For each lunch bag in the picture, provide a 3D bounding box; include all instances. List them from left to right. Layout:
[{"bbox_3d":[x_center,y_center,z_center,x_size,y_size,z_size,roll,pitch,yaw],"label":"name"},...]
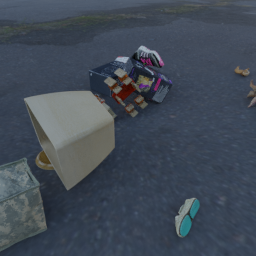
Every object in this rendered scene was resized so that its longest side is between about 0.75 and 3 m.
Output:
[{"bbox_3d":[-2.884,1.780,5.915,1.971,1.616,1.159,-20,43,-29],"label":"lunch bag"}]

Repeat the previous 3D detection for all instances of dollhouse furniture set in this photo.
[{"bbox_3d":[-0.376,-1.147,10.582,1.718,1.737,0.895,-42,41,-4],"label":"dollhouse furniture set"}]

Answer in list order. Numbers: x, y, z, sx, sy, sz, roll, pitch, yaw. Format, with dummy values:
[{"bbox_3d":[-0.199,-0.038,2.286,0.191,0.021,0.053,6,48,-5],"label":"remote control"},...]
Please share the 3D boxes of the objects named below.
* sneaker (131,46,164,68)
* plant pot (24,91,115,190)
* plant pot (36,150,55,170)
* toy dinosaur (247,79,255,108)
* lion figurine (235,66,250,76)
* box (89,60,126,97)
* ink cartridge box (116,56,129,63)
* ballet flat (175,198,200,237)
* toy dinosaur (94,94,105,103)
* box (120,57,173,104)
[{"bbox_3d":[0.786,-2.874,11.955,0.848,0.715,1.938,-40,42,-4],"label":"sneaker"},{"bbox_3d":[-1.409,0.106,7.514,1.705,1.923,1.926,-27,55,-23],"label":"plant pot"},{"bbox_3d":[-2.309,0.887,8.675,1.085,0.149,1.085,-1,33,0],"label":"plant pot"},{"bbox_3d":[6.101,-1.526,11.654,2.561,1.099,1.736,-33,51,-32],"label":"toy dinosaur"},{"bbox_3d":[5.846,-2.911,14.456,0.626,0.370,1.022,-28,28,-25],"label":"lion figurine"},{"bbox_3d":[-0.659,-2.299,12.850,1.337,0.964,1.802,26,40,34],"label":"box"},{"bbox_3d":[-0.355,-3.603,15.429,0.642,0.372,0.890,9,34,14],"label":"ink cartridge box"},{"bbox_3d":[1.342,2.123,6.642,0.380,0.412,1.220,-11,17,39],"label":"ballet flat"},{"bbox_3d":[-1.286,-1.093,11.248,0.516,0.685,1.010,-16,36,-22],"label":"toy dinosaur"},{"bbox_3d":[0.708,-1.956,11.609,1.906,1.011,1.165,22,25,-20],"label":"box"}]
